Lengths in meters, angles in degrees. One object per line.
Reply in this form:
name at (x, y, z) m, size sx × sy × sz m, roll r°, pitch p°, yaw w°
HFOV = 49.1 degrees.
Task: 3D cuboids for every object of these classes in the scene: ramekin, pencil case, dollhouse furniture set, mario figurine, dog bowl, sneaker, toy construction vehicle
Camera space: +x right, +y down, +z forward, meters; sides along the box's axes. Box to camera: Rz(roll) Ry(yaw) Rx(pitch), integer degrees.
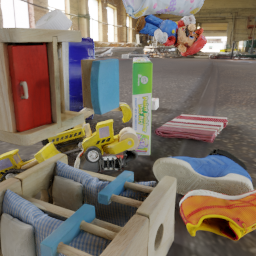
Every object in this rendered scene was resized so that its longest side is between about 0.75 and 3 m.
ramekin at (-3.195, -4.336, 11.781) m, size 1.549 × 0.721 × 1.549 m, roll -20°, pitch 42°, yaw 19°
pencil case at (1.024, -3.650, 7.758) m, size 2.456 × 1.114 × 1.021 m, roll -18°, pitch 29°, yaw -34°
dollhouse furniture set at (-0.713, 0.391, 3.257) m, size 2.085 × 2.959 × 2.073 m, roll 8°, pitch 19°, yaw 25°
mario figurine at (1.838, -3.973, 11.029) m, size 2.875 × 1.775 × 1.524 m, roll 21°, pitch 4°, yaw -5°
dog bowl at (-1.871, -1.776, 10.163) m, size 1.178 × 2.991 × 2.991 m, roll -1°, pitch 17°, yaw -11°
sneaker at (-0.412, 0.684, 6.299) m, size 0.703 × 0.661 × 1.716 m, roll 22°, pitch 28°, yaw 36°
sneaker at (1.476, 0.829, 5.597) m, size 1.845 × 0.708 × 1.026 m, roll 9°, pitch 25°, yaw 15°
toy construction vehicle at (-1.238, 0.201, 6.103) m, size 2.821 × 0.993 × 2.456 m, roll -18°, pitch 10°, yaw 4°
sneaker at (1.755, 1.381, 4.303) m, size 1.920 × 0.701 × 0.740 m, roll -3°, pitch 42°, yaw -5°

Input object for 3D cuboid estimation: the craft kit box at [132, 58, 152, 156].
craft kit box at (0.370, -0.739, 7.945) m, size 0.574 × 2.366 × 2.337 m, roll 0°, pitch 16°, yaw -1°

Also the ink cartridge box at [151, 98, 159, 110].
ink cartridge box at (0.805, -1.083, 12.287) m, size 0.984 × 0.407 × 0.721 m, roll 5°, pitch 18°, yaw 17°

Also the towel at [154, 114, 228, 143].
towel at (2.189, -0.057, 9.273) m, size 1.796 × 0.284 × 2.494 m, roll 7°, pitch 17°, yaw 28°
